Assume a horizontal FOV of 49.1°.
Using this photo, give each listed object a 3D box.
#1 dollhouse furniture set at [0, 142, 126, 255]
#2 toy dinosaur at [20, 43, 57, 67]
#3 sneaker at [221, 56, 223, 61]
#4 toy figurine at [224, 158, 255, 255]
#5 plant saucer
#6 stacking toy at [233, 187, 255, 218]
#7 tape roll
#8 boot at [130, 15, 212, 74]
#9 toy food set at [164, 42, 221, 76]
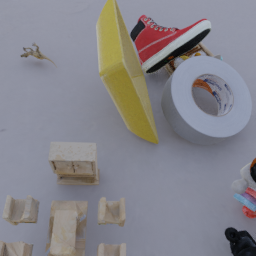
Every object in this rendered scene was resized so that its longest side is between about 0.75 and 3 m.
[{"bbox_3d":[-1.153,1.667,5.677,2.156,1.528,2.347,2,61,-3],"label":"dollhouse furniture set"},{"bbox_3d":[-3.035,-2.491,9.460,1.425,0.721,0.415,17,74,13],"label":"toy dinosaur"},{"bbox_3d":[2.478,-1.982,9.041,1.442,0.622,0.560,-37,90,-25],"label":"sneaker"},{"bbox_3d":[3.029,1.600,4.717,2.535,1.764,2.496,9,85,18],"label":"toy figurine"},{"bbox_3d":[-0.085,-1.404,7.361,0.721,2.975,2.974,-17,49,10],"label":"plant saucer"},{"bbox_3d":[2.693,1.689,5.690,0.480,1.135,1.028,-54,42,-2],"label":"stacking toy"},{"bbox_3d":[2.073,-0.733,7.468,2.294,0.758,2.294,5,69,-13],"label":"tape roll"},{"bbox_3d":[1.190,-3.073,8.726,0.905,2.500,1.803,-7,74,-54],"label":"boot"},{"bbox_3d":[1.842,-2.449,9.079,1.510,0.636,2.105,-26,43,7],"label":"toy food set"}]
